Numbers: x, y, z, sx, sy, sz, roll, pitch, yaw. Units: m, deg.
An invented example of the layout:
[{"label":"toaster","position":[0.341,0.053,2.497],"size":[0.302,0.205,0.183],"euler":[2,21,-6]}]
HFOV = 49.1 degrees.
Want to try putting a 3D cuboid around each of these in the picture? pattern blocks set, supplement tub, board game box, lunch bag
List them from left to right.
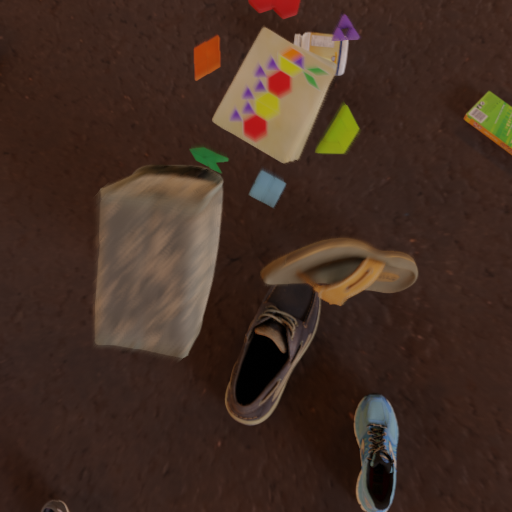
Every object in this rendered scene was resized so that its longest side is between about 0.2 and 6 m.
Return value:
[{"label":"lunch bag","position":[-1.524,-0.142,9.656],"size":[1.805,3.069,2.517],"euler":[9,108,3]},{"label":"pattern blocks set","position":[0.354,-2.826,9.802],"size":[3.119,0.288,3.548],"euler":[37,93,-8]},{"label":"supplement tub","position":[1.445,-4.627,12.822],"size":[1.204,0.869,0.869],"euler":[6,70,3]},{"label":"board game box","position":[5.656,-2.835,12.514],"size":[1.823,0.273,0.871],"euler":[42,76,16]}]

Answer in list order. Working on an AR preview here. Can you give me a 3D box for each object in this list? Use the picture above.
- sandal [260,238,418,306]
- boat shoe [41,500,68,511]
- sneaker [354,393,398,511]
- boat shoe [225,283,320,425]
[{"label":"sandal","position":[1.702,0.437,10.105],"size":[3.428,1.377,0.926],"euler":[9,57,-33]},{"label":"boat shoe","position":[-3.255,5.033,9.562],"size":[0.577,0.492,1.725],"euler":[-29,73,-10]},{"label":"sneaker","position":[2.212,3.469,9.887],"size":[0.812,0.931,2.071],"euler":[1,70,0]},{"label":"boat shoe","position":[0.419,1.551,10.431],"size":[1.217,1.197,3.266],"euler":[19,71,7]}]
